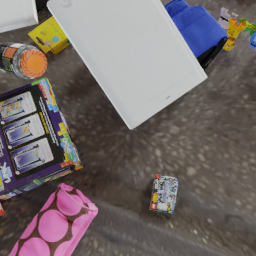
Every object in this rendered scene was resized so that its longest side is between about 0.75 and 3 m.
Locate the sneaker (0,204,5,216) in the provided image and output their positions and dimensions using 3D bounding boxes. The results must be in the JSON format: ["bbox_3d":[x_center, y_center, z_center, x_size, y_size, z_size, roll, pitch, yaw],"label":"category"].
[{"bbox_3d":[-3.709,2.459,6.189,0.934,0.829,2.211,38,78,10],"label":"sneaker"}]

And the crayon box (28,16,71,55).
[{"bbox_3d":[-2.039,-2.761,8.107,1.403,0.356,0.891,-39,76,-11],"label":"crayon box"}]

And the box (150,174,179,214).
[{"bbox_3d":[0.879,1.592,6.804,0.588,0.171,0.858,9,72,3],"label":"box"}]

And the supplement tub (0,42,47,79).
[{"bbox_3d":[-2.696,-1.697,7.046,1.337,0.819,0.819,20,71,36],"label":"supplement tub"}]

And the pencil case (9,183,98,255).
[{"bbox_3d":[-1.666,2.529,6.013,1.204,1.166,2.569,17,71,44],"label":"pencil case"}]

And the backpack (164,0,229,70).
[{"bbox_3d":[0.937,-1.842,7.088,2.264,1.839,1.900,-38,77,-2],"label":"backpack"}]

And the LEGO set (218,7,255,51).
[{"bbox_3d":[3.217,-2.518,7.913,1.960,0.804,0.748,38,45,16],"label":"LEGO set"}]

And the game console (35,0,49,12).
[{"bbox_3d":[-2.213,-4.197,8.699,1.212,0.802,1.378,-14,69,27],"label":"game console"}]

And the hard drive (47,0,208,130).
[{"bbox_3d":[0.031,-1.736,5.748,1.957,0.390,2.968,-34,97,-4],"label":"hard drive"}]

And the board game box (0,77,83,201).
[{"bbox_3d":[-2.514,0.224,6.927,2.036,0.698,2.463,-22,70,-6],"label":"board game box"}]

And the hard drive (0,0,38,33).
[{"bbox_3d":[-4.035,-3.545,8.290,2.532,0.333,1.670,-13,73,0],"label":"hard drive"}]
